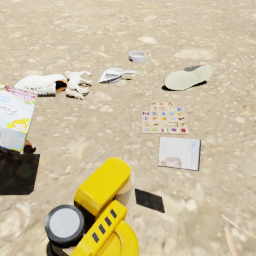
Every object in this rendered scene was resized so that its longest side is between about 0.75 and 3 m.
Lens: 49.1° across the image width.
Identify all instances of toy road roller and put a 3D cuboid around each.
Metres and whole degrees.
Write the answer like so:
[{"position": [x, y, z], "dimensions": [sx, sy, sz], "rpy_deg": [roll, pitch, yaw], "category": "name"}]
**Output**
[{"position": [-0.435, 2.282, 6.509], "dimensions": [2.027, 1.706, 2.777], "rpy_deg": [31, 52, 17], "category": "toy road roller"}]

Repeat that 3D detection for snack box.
[{"position": [-3.278, -0.404, 6.565], "dimensions": [1.974, 0.668, 1.665], "rpy_deg": [14, 35, -18], "category": "snack box"}]

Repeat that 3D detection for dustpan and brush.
[{"position": [-0.475, -2.582, 13.487], "dimensions": [1.763, 0.504, 1.230], "rpy_deg": [7, 39, 8], "category": "dustpan and brush"}]

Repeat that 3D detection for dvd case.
[{"position": [1.119, 0.564, 6.159], "dimensions": [0.944, 0.673, 0.083], "rpy_deg": [3, -5, 28], "category": "dvd case"}]

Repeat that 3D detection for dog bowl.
[{"position": [0.524, -3.920, 15.345], "dimensions": [1.021, 0.299, 1.021], "rpy_deg": [-1, 39, 0], "category": "dog bowl"}]

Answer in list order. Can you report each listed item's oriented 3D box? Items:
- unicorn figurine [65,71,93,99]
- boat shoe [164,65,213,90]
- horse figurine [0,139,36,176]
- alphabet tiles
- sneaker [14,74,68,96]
[{"position": [-2.327, -2.144, 12.748], "dimensions": [1.384, 0.744, 2.015], "rpy_deg": [7, 36, 3], "category": "unicorn figurine"}, {"position": [2.716, -2.350, 13.028], "dimensions": [2.403, 0.879, 0.753], "rpy_deg": [-19, 16, -13], "category": "boat shoe"}, {"position": [-4.392, 0.783, 9.090], "dimensions": [2.898, 0.723, 1.921], "rpy_deg": [-8, 41, -9], "category": "horse figurine"}, {"position": [1.409, -0.446, 11.154], "dimensions": [1.753, 0.079, 2.097], "rpy_deg": [1, 38, 2], "category": "alphabet tiles"}, {"position": [-3.733, -1.807, 12.226], "dimensions": [2.339, 0.852, 0.990], "rpy_deg": [-21, 40, -26], "category": "sneaker"}]
